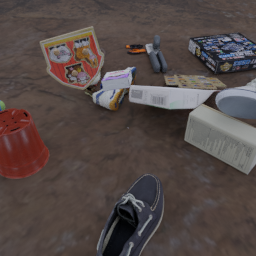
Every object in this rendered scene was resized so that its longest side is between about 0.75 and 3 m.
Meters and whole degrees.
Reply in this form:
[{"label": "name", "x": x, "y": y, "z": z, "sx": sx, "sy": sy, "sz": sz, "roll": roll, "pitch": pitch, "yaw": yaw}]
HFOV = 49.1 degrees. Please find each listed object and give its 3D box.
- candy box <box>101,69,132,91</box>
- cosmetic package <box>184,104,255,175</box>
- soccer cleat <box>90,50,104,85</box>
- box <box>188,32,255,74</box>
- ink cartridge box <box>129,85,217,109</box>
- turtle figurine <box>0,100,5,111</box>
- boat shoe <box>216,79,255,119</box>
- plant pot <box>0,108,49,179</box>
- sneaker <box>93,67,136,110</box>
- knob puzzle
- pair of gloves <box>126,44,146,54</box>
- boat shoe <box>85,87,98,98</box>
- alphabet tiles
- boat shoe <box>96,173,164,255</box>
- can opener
[{"label": "candy box", "x": -0.266, "y": -1.213, "z": 7.047, "sx": 0.666, "sy": 0.284, "sz": 0.794, "roll": -7, "pitch": 24, "yaw": 8}, {"label": "cosmetic package", "x": 2.808, "y": 0.274, "z": 8.228, "sx": 2.136, "sy": 1.106, "sz": 0.781, "roll": 31, "pitch": 47, "yaw": 30}, {"label": "soccer cleat", "x": -1.467, "y": -2.545, "z": 11.748, "sx": 0.743, "sy": 0.831, "sz": 2.143, "roll": 4, "pitch": 41, "yaw": 4}, {"label": "box", "x": 4.660, "y": -3.553, "z": 13.045, "sx": 2.785, "sy": 0.692, "sz": 2.764, "roll": -10, "pitch": 42, "yaw": -12}, {"label": "ink cartridge box", "x": 1.770, "y": -1.074, "z": 9.636, "sx": 2.765, "sy": 0.692, "sz": 2.225, "roll": -1, "pitch": 10, "yaw": -32}, {"label": "turtle figurine", "x": -5.264, "y": -0.639, "z": 8.539, "sx": 2.395, "sy": 2.470, "sz": 1.778, "roll": -26, "pitch": 75, "yaw": 4}, {"label": "boat shoe", "x": 3.772, "y": -0.986, "z": 8.169, "sx": 2.776, "sy": 1.025, "sz": 1.183, "roll": 6, "pitch": 59, "yaw": -12}, {"label": "plant pot", "x": -3.114, "y": 0.356, "z": 7.840, "sx": 1.530, "sy": 1.488, "sz": 1.530, "roll": 0, "pitch": 41, "yaw": 0}, {"label": "sneaker", "x": -0.469, "y": -1.685, "z": 10.668, "sx": 1.091, "sy": 0.931, "sz": 2.474, "roll": 15, "pitch": 42, "yaw": 17}, {"label": "knob puzzle", "x": -1.711, "y": -2.103, "z": 9.226, "sx": 2.173, "sy": 2.173, "sz": 0.301, "roll": -10, "pitch": 36, "yaw": -11}, {"label": "pair of gloves", "x": 0.369, "y": -3.915, "z": 13.905, "sx": 0.915, "sy": 0.127, "sz": 1.027, "roll": -6, "pitch": 38, "yaw": -5}, {"label": "boat shoe", "x": -1.321, "y": -1.370, "z": 10.755, "sx": 0.890, "sy": 0.329, "sz": 0.329, "roll": 22, "pitch": 45, "yaw": 24}, {"label": "alphabet tiles", "x": 2.497, "y": -1.794, "z": 10.768, "sx": 2.120, "sy": 0.081, "sz": 2.548, "roll": 3, "pitch": 20, "yaw": 4}, {"label": "boat shoe", "x": 0.143, "y": 2.005, "z": 6.335, "sx": 1.070, "sy": 0.923, "sz": 2.944, "roll": 16, "pitch": 43, "yaw": 18}, {"label": "can opener", "x": 1.288, "y": -3.407, "z": 12.849, "sx": 0.656, "sy": 0.829, "sz": 2.494, "roll": -3, "pitch": 45, "yaw": -5}]
